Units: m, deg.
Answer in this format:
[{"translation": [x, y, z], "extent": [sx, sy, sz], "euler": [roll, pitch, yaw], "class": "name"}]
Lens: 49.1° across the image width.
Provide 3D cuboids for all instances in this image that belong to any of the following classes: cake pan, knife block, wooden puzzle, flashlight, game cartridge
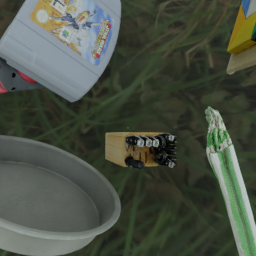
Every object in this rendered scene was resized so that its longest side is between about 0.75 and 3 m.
[{"translation": [-1.508, 0.999, 4.641], "extent": [2.845, 2.845, 0.522], "euler": [27, 103, 10], "class": "cake pan"}, {"translation": [0.035, 0.373, 5.103], "extent": [1.895, 1.664, 0.606], "euler": [0, 88, 28], "class": "knife block"}, {"translation": [2.748, -2.511, 5.696], "extent": [0.510, 2.740, 2.535], "euler": [16, 93, 2], "class": "wooden puzzle"}, {"translation": [-1.744, -1.066, 5.035], "extent": [2.506, 0.848, 0.852], "euler": [-15, 98, -39], "class": "flashlight"}, {"translation": [-1.026, -1.886, 5.154], "extent": [1.751, 0.546, 2.629], "euler": [29, 60, -26], "class": "game cartridge"}]

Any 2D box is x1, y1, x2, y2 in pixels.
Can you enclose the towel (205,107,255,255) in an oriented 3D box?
[{"translation": [1.670, 0.840, 4.587], "extent": [0.323, 2.760, 2.105], "euler": [-17, 99, 17], "class": "towel"}]
